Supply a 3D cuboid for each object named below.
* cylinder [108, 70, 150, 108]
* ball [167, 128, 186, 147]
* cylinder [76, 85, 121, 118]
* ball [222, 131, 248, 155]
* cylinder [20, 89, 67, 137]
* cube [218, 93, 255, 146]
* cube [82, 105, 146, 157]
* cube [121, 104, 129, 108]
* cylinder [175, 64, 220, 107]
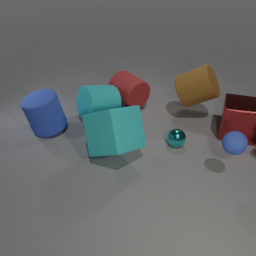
[{"bbox_3d":[0.042,-1.712,12.690,1.400,1.400,1.400,-25,45,-33],"label":"cylinder"},{"bbox_3d":[1.805,0.368,10.389,0.700,0.700,0.700,0,32,0],"label":"ball"},{"bbox_3d":[-1.229,-1.073,11.705,1.400,1.400,1.400,-8,31,-37],"label":"cylinder"},{"bbox_3d":[3.102,0.437,8.142,0.700,0.700,0.700,0,32,0],"label":"ball"},{"bbox_3d":[-3.269,-0.592,10.998,1.400,1.400,1.400,-9,37,7],"label":"cylinder"},{"bbox_3d":[4.372,-0.363,10.882,1.400,1.400,1.400,10,34,16],"label":"cube"},{"bbox_3d":[-0.444,0.101,9.241,1.400,1.400,1.400,-8,3,42],"label":"cube"},{"bbox_3d":[-0.058,-0.409,11.368,0.700,0.700,0.700,-33,48,-24],"label":"cube"},{"bbox_3d":[2.854,-1.718,11.524,1.400,1.400,1.400,-18,22,31],"label":"cylinder"}]
